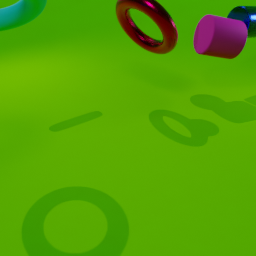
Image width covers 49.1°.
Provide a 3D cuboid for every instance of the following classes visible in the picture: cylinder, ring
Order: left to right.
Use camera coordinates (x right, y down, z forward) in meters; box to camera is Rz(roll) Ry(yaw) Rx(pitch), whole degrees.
[{"bbox_3d":[-2.165,-1.961,4.328,1.811,0.362,1.811,-15,1,0],"label":"ring"},{"bbox_3d":[0.473,-2.702,7.366,1.929,1.929,0.386,29,76,38],"label":"ring"},{"bbox_3d":[2.672,-2.648,8.203,1.110,1.110,1.110,4,30,-18],"label":"cylinder"},{"bbox_3d":[3.709,-3.279,8.689,0.936,0.936,0.936,-12,34,-26],"label":"cylinder"}]
